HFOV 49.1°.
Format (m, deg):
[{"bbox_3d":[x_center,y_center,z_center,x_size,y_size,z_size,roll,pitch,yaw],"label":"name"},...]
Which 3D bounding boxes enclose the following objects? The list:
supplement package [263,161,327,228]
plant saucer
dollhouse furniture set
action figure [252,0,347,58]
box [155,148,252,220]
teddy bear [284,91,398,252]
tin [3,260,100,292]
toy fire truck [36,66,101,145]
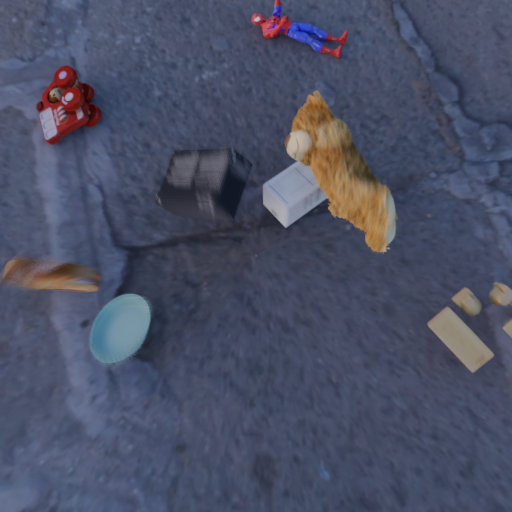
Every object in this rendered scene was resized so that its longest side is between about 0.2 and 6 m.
[{"bbox_3d":[0.873,-1.325,11.084,1.325,0.726,0.754,-35,68,-15],"label":"supplement package"},{"bbox_3d":[-2.364,1.308,9.939,1.299,0.234,1.299,-15,54,22],"label":"plant saucer"},{"bbox_3d":[4.030,1.187,10.004,1.430,1.166,1.360,-44,84,10],"label":"dollhouse furniture set"},{"bbox_3d":[0.945,-5.316,12.692,2.235,1.106,0.729,18,67,10],"label":"action figure"},{"bbox_3d":[-0.997,-1.328,10.379,1.624,0.640,1.146,9,73,42],"label":"box"},{"bbox_3d":[1.438,-1.391,9.777,1.031,2.239,3.089,-32,82,5],"label":"teddy bear"},{"bbox_3d":[-3.667,0.368,10.097,1.672,0.936,0.350,4,67,-1],"label":"tin"},{"bbox_3d":[-4.127,-3.227,11.960,1.249,0.834,1.487,-27,67,9],"label":"toy fire truck"}]
